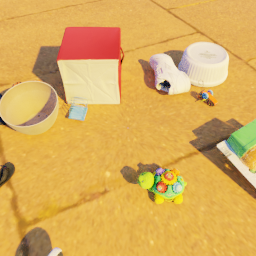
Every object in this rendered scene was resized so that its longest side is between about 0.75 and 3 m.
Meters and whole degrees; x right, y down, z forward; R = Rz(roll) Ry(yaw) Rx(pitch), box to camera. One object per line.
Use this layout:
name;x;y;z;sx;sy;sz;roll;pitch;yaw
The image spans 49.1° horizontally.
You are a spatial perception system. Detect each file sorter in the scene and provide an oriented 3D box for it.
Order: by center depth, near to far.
file sorter;-1.942;-0.782;11.059;0.602;0.533;0.868;9;36;-3

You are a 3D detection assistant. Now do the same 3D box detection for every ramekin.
ramekin;3.515;-3.014;12.879;2.330;1.085;2.330;0;47;0

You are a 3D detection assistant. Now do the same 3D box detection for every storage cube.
storage cube;-1.482;-2.592;11.729;2.685;2.295;2.414;-1;48;-1

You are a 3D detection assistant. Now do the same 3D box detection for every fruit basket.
fruit basket;4.570;1.051;9.262;2.388;1.209;2.578;-28;68;-24

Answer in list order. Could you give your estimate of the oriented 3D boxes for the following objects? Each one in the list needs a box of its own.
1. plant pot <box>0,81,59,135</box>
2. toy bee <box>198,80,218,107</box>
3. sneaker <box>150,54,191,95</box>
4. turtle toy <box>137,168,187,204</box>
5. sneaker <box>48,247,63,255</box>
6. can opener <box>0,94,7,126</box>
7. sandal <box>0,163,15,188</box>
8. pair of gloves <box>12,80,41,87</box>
plant pot;-3.455;-0.519;10.284;2.013;1.352;2.013;0;57;0
toy bee;3.287;-1.375;11.814;0.782;0.649;1.195;-6;71;-17
sneaker;1.576;-2.430;12.457;1.325;0.996;2.660;-22;50;-20
turtle toy;1.060;1.692;8.662;1.539;0.778;1.121;0;46;0
sneaker;-1.523;4.265;6.100;1.474;1.051;2.972;8;52;5
can opener;-5.075;-0.732;11.242;0.591;0.733;1.864;-50;51;9
sandal;-4.140;1.616;9.056;0.498;0.317;1.324;16;48;14
pair of gloves;-4.498;-1.739;12.386;1.264;0.156;1.126;-3;45;-7
